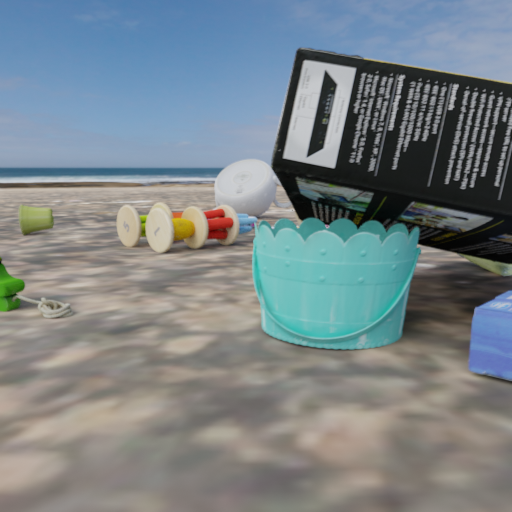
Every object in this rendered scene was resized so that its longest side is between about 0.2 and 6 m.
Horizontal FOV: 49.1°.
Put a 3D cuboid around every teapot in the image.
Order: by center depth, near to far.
[{"bbox_3d":[-0.182,-1.846,17.003,2.008,1.486,2.035,-38,46,-16],"label":"teapot"}]

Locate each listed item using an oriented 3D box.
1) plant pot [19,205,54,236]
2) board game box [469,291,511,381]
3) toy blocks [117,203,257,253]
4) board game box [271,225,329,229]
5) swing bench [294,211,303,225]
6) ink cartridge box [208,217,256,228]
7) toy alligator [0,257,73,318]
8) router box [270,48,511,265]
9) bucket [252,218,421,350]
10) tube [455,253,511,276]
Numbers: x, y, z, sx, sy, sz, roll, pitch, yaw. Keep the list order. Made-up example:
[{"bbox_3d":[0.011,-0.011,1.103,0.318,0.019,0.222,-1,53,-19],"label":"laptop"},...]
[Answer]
[{"bbox_3d":[-4.948,-0.827,12.674,0.641,0.697,0.697,-4,9,-11],"label":"plant pot"},{"bbox_3d":[3.225,0.578,4.051,2.453,0.535,2.465,9,12,40],"label":"board game box"},{"bbox_3d":[-1.290,-0.620,10.996,2.251,0.818,1.876,-8,12,-42],"label":"toy blocks"},{"bbox_3d":[1.080,-0.340,10.632,1.764,0.356,1.350,-3,9,-19],"label":"board game box"},{"bbox_3d":[1.898,-1.032,13.270,1.467,0.957,1.475,-5,1,-30],"label":"swing bench"},{"bbox_3d":[-0.680,-0.799,13.834,0.911,0.320,1.526,3,6,20],"label":"ink cartridge box"},{"bbox_3d":[-2.992,0.227,5.968,2.411,0.654,0.715,3,9,19],"label":"toy alligator"},{"bbox_3d":[1.939,-0.736,6.084,3.111,1.065,4.172,13,0,7],"label":"router box"},{"bbox_3d":[0.693,0.195,5.075,1.510,0.982,1.510,1,8,0],"label":"bucket"},{"bbox_3d":[3.421,0.040,8.294,0.352,0.315,1.213,-41,29,0],"label":"tube"}]
